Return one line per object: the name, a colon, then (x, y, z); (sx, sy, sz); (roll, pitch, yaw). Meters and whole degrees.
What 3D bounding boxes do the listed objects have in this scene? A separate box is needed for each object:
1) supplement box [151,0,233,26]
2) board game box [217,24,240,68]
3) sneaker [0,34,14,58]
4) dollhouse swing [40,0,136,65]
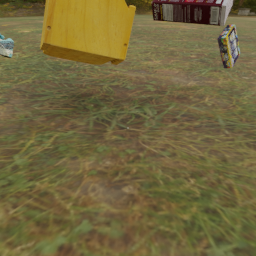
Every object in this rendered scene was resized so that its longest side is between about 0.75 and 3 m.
supplement box: (2.139, -4.132, 9.327); (2.402, 0.731, 1.307); (14, 56, 22)
board game box: (3.887, -3.123, 10.751); (0.366, 1.292, 1.068); (7, 46, 40)
sneaker: (-3.642, -2.339, 7.620); (1.287, 0.556, 0.499); (21, 1, 9)
dollhouse swing: (-1.622, -3.540, 10.084); (2.791, 2.536, 2.454); (6, 18, -22)
